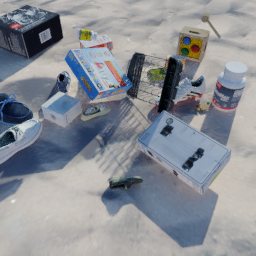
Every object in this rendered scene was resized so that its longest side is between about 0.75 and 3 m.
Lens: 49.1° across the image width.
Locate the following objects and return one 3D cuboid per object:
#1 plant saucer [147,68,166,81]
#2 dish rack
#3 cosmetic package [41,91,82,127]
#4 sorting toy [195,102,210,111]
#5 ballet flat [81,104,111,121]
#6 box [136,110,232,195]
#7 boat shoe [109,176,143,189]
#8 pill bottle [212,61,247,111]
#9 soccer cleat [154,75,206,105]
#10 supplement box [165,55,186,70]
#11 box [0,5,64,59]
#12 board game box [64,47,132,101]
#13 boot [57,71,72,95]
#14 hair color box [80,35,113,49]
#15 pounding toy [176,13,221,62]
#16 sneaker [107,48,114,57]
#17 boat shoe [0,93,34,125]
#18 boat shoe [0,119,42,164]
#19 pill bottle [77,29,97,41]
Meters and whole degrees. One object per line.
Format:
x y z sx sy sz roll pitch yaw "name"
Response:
1.513 -2.713 13.939 0.920 0.220 0.919 -9 46 -8 "plant saucer"
0.867 -2.001 11.668 2.885 2.213 0.787 25 20 38 "dish rack"
-2.745 -0.802 11.679 1.147 0.707 1.151 23 48 21 "cosmetic package"
3.279 -0.898 12.180 0.761 0.129 0.367 -16 47 -16 "sorting toy"
-1.335 -0.728 11.774 1.421 0.494 0.494 -26 51 -24 "ballet flat"
1.871 0.779 9.667 2.803 0.843 1.635 34 73 30 "box"
-0.063 1.842 9.265 1.159 0.414 0.381 -2 54 -1 "boat shoe"
4.281 -1.751 11.767 1.143 1.911 1.143 0 45 0 "pill bottle"
2.285 -1.631 12.223 2.498 1.064 0.857 -15 47 -12 "soccer cleat"
2.411 -3.359 14.305 0.985 0.621 0.362 5 44 6 "supplement box"
-5.680 -5.523 15.843 2.634 1.506 2.892 22 49 23 "box"
-1.212 -2.373 11.971 2.173 0.620 2.219 -21 74 -48 "board game box"
-2.988 -2.334 13.135 0.654 0.812 1.797 -7 45 -7 "boot"
-1.768 -4.646 15.677 1.630 0.521 0.904 -21 48 -18 "hair color box"
3.671 -4.628 14.406 1.988 2.263 1.035 19 48 18 "pounding toy"
-1.592 -2.792 13.742 1.204 1.023 2.750 -11 42 31 "sneaker"
-5.287 -0.918 11.577 2.900 0.996 1.220 15 47 15 "boat shoe"
-4.141 0.353 10.388 0.887 0.805 2.412 27 53 15 "boat shoe"
-1.624 -3.667 11.092 0.751 0.422 0.422 3 43 -15 "pill bottle"
